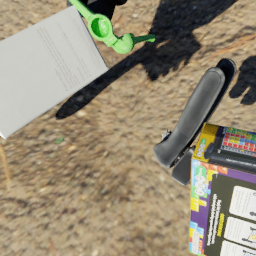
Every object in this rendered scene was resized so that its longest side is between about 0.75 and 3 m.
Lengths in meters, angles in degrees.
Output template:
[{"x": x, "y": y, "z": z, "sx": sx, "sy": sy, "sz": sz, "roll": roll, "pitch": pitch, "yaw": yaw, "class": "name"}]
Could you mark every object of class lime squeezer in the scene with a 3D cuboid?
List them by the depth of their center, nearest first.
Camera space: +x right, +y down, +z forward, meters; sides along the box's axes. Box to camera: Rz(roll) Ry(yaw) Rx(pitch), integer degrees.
[{"x": -0.259, "y": -1.678, "z": 4.525, "sx": 2.210, "sy": 0.417, "sz": 0.780, "roll": 16, "pitch": 72, "yaw": -39, "class": "lime squeezer"}]

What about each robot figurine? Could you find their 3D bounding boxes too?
[{"x": -0.573, "y": -3.738, "z": 6.131, "sx": 1.934, "sy": 1.606, "sz": 2.574, "roll": 12, "pitch": 104, "yaw": -21, "class": "robot figurine"}]

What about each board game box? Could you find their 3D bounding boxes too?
[{"x": 2.271, "y": 1.433, "z": 4.493, "sx": 2.443, "sy": 2.956, "sz": 0.838, "roll": 12, "pitch": 47, "yaw": 22, "class": "board game box"}]

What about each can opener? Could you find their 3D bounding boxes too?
[{"x": 1.265, "y": -0.081, "z": 5.324, "sx": 1.116, "sy": 2.839, "sz": 0.900, "roll": 30, "pitch": 44, "yaw": 16, "class": "can opener"}]

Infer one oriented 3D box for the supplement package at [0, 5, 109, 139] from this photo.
[{"x": -1.891, "y": -1.115, "z": 5.499, "sx": 2.416, "sy": 1.417, "sz": 1.412, "roll": -38, "pitch": 115, "yaw": -23, "class": "supplement package"}]
